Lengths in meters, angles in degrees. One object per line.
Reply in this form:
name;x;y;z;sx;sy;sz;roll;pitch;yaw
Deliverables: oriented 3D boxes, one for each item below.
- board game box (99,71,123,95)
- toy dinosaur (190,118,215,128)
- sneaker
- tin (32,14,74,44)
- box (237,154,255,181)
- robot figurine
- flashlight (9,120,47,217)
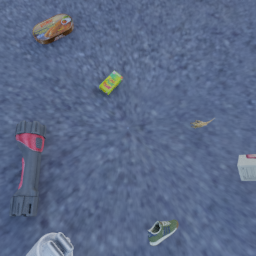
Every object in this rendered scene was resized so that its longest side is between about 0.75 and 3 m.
board game box;-0.560;-1.507;9.321;0.390;0.183;0.769;39;72;7
toy dinosaur;2.231;-0.108;8.539;0.945;0.478;0.275;-14;100;-35
sneaker;0.890;2.548;7.164;0.976;0.327;0.438;-28;106;-29
tin;-2.702;-3.599;10.167;1.529;0.320;0.856;-30;75;-12
box;3.472;1.054;7.522;0.893;0.571;0.486;-7;32;32
robot figurine;-1.923;3.132;6.637;0.907;1.606;1.362;48;32;13
flashlight;-2.871;1.132;7.917;0.890;0.887;2.620;5;71;-11
